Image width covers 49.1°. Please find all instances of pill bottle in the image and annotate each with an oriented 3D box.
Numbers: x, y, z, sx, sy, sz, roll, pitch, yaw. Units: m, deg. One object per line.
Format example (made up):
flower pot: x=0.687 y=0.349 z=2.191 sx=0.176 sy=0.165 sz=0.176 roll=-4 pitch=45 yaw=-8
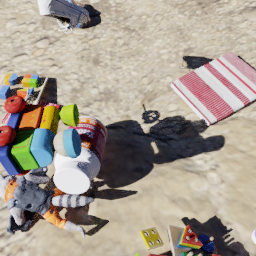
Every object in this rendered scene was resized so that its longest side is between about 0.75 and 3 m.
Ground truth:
pill bottle: x=-1.165 y=0.632 z=6.956 sx=1.089 sy=1.089 sz=1.928 roll=3 pitch=36 yaw=2

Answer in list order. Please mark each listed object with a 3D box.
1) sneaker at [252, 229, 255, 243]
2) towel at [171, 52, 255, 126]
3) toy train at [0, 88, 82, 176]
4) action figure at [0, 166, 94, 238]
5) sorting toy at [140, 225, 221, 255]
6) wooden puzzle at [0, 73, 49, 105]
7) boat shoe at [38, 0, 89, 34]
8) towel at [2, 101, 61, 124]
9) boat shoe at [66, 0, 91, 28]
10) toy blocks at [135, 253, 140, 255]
sneaker: x=3.368 y=2.133 z=6.427 sx=1.304 sy=0.576 sz=0.524 roll=-37 pitch=47 yaw=-26
towel: x=3.052 y=-1.346 z=9.189 sx=2.778 sy=0.316 sz=2.001 roll=-28 pitch=61 yaw=-17
toy train: x=-1.545 y=-0.234 z=5.386 sx=1.345 sy=0.984 sz=2.325 roll=-7 pitch=43 yaw=3
action figure: x=-1.919 y=1.368 z=6.585 sx=2.207 sy=1.193 sz=2.281 roll=13 pitch=66 yaw=-12
sorting toy: x=1.410 y=2.550 z=5.791 sx=2.384 sy=0.403 sz=1.149 roll=18 pitch=35 yaw=-17
wooden puzzle: x=-3.520 y=-1.286 z=8.950 sx=1.654 sy=0.383 sz=1.532 roll=1 pitch=45 yaw=2
boat shoe: x=-1.416 y=-2.490 z=6.397 sx=0.594 sy=1.608 sz=0.686 roll=3 pitch=96 yaw=21
towel: x=-2.918 y=-0.408 z=8.572 sx=1.500 sy=0.169 sz=1.085 roll=13 pitch=54 yaw=10
boat shoe: x=-2.044 y=-4.803 z=11.560 sx=0.641 sy=0.640 sz=1.772 roll=-18 pitch=66 yaw=-19
toy blocks: x=0.399 y=3.621 z=5.023 sx=1.444 sy=1.056 sz=2.113 roll=24 pitch=65 yaw=4
